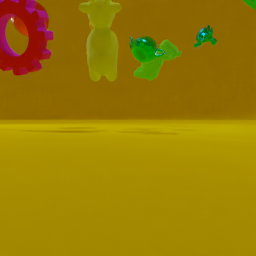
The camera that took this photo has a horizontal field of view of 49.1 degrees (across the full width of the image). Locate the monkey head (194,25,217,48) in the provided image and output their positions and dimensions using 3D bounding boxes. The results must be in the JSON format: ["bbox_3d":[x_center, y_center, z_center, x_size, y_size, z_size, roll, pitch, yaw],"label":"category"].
[{"bbox_3d":[3.123,-3.599,11.147,0.769,1.069,0.644,35,-1,-24],"label":"monkey head"}]

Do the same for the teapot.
[{"bbox_3d":[0.447,-2.176,7.600,1.208,0.592,0.751,27,-26,21],"label":"teapot"}]

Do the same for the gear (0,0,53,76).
[{"bbox_3d":[-2.740,-2.269,6.882,1.873,1.873,0.346,1,18,21],"label":"gear"}]

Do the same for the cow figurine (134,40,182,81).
[{"bbox_3d":[1.159,-2.607,10.978,1.677,1.704,0.936,15,32,11],"label":"cow figurine"}]

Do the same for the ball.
[{"bbox_3d":[-3.322,-3.720,9.561,1.213,1.213,1.213,0,2,0],"label":"ball"}]

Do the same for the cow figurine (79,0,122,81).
[{"bbox_3d":[-0.574,-1.948,6.139,0.875,1.594,1.569,-1,-16,-1],"label":"cow figurine"}]

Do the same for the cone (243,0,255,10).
[{"bbox_3d":[3.020,-2.982,5.402,1.192,1.196,1.192,23,11,-5],"label":"cone"}]

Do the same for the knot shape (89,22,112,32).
[{"bbox_3d":[-0.794,-2.498,7.676,0.570,1.233,1.153,8,5,-5],"label":"knot shape"}]
